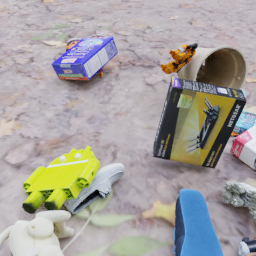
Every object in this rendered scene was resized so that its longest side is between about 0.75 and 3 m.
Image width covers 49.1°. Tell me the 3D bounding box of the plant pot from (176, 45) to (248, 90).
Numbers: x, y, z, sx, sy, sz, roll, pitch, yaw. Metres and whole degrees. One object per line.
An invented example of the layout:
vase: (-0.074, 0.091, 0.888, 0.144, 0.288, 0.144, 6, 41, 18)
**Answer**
plant pot: (3.474, -2.537, 12.564, 2.617, 2.617, 2.396, -13, 28, -15)

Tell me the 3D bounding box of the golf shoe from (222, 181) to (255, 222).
golf shoe: (3.726, 2.051, 7.679, 1.110, 0.894, 2.282, 6, 12, -25)

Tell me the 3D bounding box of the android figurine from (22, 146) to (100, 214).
android figurine: (-1.947, 1.428, 8.479, 2.462, 0.555, 2.705, -10, 27, 28)

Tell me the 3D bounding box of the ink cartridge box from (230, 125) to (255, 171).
ink cartridge box: (4.682, 0.840, 9.568, 1.296, 0.755, 1.791, -25, 49, -27)

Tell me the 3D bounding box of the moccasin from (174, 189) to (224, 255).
moccasin: (1.711, 2.963, 6.929, 1.200, 1.017, 2.983, 11, 42, 1)

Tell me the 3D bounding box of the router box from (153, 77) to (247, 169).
router box: (2.051, -0.077, 8.613, 2.100, 2.671, 0.698, 10, 36, 0)

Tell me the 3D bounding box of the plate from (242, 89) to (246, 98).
plate: (4.630, -1.753, 13.157, 1.823, 0.233, 1.823, -1, 40, 1)

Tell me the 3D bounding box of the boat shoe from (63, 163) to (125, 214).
boat shoe: (-0.906, 1.862, 8.502, 2.159, 0.753, 0.769, -28, 54, -22)

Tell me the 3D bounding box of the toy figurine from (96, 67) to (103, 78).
toy figurine: (-1.683, -3.082, 14.477, 0.737, 0.649, 1.229, -5, 39, 3)

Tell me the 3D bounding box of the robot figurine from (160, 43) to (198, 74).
robot figurine: (2.115, -2.843, 11.303, 0.565, 1.408, 1.942, 43, 40, 10)

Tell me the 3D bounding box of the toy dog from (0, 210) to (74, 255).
toy dog: (-2.127, 3.103, 6.347, 2.000, 1.439, 2.063, 5, 47, -11)

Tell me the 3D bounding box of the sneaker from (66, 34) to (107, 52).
sneaker: (-2.313, -4.536, 16.066, 2.610, 1.012, 1.462, -7, 43, 8)

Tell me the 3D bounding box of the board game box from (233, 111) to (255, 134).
board game box: (4.765, -0.170, 11.098, 1.015, 0.315, 1.344, 19, 38, 21)

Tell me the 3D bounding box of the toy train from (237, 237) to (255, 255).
toy train: (3.772, 3.143, 6.749, 2.321, 1.006, 1.326, -7, 31, -5)

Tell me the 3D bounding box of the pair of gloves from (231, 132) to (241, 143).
pair of gloves: (4.220, 0.366, 10.707, 0.785, 0.109, 0.881, -5, 41, -10)

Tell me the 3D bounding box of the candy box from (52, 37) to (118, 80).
candy box: (-2.119, -3.486, 13.955, 2.190, 0.998, 2.591, 11, 47, 36)
